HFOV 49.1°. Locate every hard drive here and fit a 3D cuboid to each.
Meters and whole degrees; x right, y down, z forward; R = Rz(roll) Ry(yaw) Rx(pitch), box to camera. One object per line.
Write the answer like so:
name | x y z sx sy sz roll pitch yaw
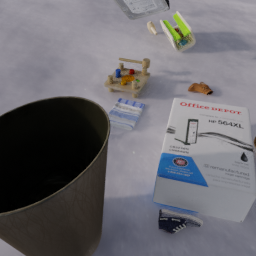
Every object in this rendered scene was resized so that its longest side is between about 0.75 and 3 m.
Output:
hard drive | 0.360 -4.215 8.930 1.512 2.164 0.409 -6 84 21

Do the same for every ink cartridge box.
ink cartridge box | 1.895 0.610 6.994 2.073 1.197 2.839 9 44 10

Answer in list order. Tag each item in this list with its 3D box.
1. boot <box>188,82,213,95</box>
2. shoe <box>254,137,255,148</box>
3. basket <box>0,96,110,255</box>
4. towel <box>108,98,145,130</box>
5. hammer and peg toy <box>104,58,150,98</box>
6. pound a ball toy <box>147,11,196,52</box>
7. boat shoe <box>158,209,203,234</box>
boot | 2.532 -1.311 9.778 0.773 0.296 0.600 -16 49 -26
shoe | 4.420 0.790 7.334 2.241 0.598 0.783 27 85 31
basket | -1.379 1.261 5.081 1.934 2.843 2.564 29 50 27
towel | -0.102 -0.479 8.934 0.975 0.158 1.328 15 45 15
hammer and peg toy | 0.067 -1.876 10.084 1.349 0.647 1.834 15 45 18
pound a ball toy | 1.904 -4.194 12.522 1.511 0.984 2.318 -26 43 10
boat shoe | 1.108 2.105 6.071 0.961 0.359 0.446 9 54 16
